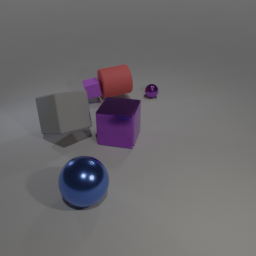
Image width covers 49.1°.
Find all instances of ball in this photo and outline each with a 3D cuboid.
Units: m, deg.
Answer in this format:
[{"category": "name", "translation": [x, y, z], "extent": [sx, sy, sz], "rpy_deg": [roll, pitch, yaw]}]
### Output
[{"category": "ball", "translation": [1.188, -1.867, 14.089], "extent": [0.700, 0.700, 0.700], "rpy_deg": [0, 31, 0]}, {"category": "ball", "translation": [-1.226, 1.477, 7.814], "extent": [1.400, 1.400, 1.400], "rpy_deg": [0, 31, 0]}]

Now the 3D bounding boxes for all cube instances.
[{"category": "cube", "translation": [-1.717, -1.905, 13.368], "extent": [0.700, 0.700, 0.700], "rpy_deg": [-16, 36, -9]}, {"category": "cube", "translation": [-2.386, -0.586, 10.429], "extent": [1.400, 1.400, 1.400], "rpy_deg": [-1, 10, 45]}, {"category": "cube", "translation": [-0.326, -0.231, 10.656], "extent": [1.400, 1.400, 1.400], "rpy_deg": [7, 31, 11]}]

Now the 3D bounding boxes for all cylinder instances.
[{"category": "cylinder", "translation": [-0.642, -2.275, 13.609], "extent": [1.400, 1.400, 1.400], "rpy_deg": [-14, 33, -14]}]
